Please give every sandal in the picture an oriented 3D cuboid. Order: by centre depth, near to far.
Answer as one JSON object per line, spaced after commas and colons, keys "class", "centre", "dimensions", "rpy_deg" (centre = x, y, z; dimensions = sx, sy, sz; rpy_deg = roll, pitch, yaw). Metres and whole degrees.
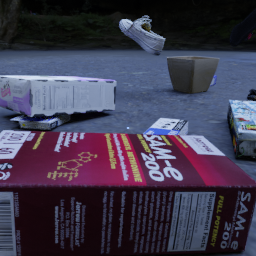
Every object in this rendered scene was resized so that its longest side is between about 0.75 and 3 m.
{"class": "sandal", "centre": [3.381, -2.767, 7.913], "dimensions": [0.370, 0.617, 1.643], "rpy_deg": [2, -8, -9]}

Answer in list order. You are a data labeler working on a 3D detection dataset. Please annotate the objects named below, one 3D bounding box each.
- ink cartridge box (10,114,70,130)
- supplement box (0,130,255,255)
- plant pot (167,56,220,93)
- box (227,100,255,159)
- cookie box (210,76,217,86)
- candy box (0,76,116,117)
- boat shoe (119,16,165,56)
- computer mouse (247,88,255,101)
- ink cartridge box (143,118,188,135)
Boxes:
{"class": "ink cartridge box", "centre": [-2.277, -0.218, 7.385], "dimensions": [1.116, 0.262, 1.102], "rpy_deg": [2, 17, 15]}
{"class": "supplement box", "centre": [-0.218, 0.683, 3.412], "dimensions": [2.894, 0.881, 1.575], "rpy_deg": [2, 17, -9]}
{"class": "plant pot", "centre": [2.657, -2.243, 11.733], "dimensions": [1.566, 1.386, 1.564], "rpy_deg": [-11, 21, -33]}
{"class": "box", "centre": [3.336, -0.021, 6.264], "dimensions": [1.960, 0.571, 2.863], "rpy_deg": [5, 19, 15]}
{"class": "cookie box", "centre": [3.554, -2.254, 13.293], "dimensions": [0.950, 0.418, 1.111], "rpy_deg": [13, 22, 34]}
{"class": "candy box", "centre": [-2.043, -1.000, 8.099], "dimensions": [2.625, 0.939, 2.202], "rpy_deg": [-8, 16, -42]}
{"class": "boat shoe", "centre": [0.547, -3.648, 10.270], "dimensions": [0.849, 0.980, 2.298], "rpy_deg": [-6, 45, -40]}
{"class": "computer mouse", "centre": [5.305, -1.117, 9.623], "dimensions": [1.725, 0.565, 2.456], "rpy_deg": [-2, 18, -10]}
{"class": "ink cartridge box", "centre": [0.830, 0.148, 6.157], "dimensions": [0.701, 0.330, 1.491], "rpy_deg": [7, 20, 23]}
